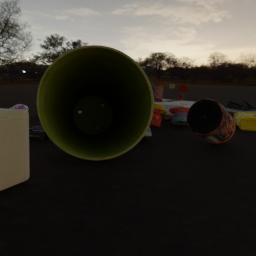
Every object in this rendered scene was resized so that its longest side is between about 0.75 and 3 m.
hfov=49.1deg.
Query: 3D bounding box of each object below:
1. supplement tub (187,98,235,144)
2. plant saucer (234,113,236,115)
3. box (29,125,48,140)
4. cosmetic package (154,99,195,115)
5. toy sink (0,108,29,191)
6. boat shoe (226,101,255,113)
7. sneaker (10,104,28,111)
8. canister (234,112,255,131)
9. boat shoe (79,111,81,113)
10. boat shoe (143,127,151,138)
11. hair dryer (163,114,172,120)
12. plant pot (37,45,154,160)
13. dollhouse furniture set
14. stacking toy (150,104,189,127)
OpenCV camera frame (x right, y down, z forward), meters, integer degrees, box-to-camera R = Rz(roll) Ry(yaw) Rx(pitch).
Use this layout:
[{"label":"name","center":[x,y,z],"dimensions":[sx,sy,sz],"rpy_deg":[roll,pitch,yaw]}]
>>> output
[{"label":"supplement tub","center":[2.471,-0.122,8.055],"dimensions":[1.043,1.043,1.950],"rpy_deg":[7,-7,33]},{"label":"plant saucer","center":[5.508,-0.418,12.250],"dimensions":[1.688,0.303,1.688],"rpy_deg":[0,11,0]},{"label":"box","center":[-2.926,0.102,9.686],"dimensions":[1.080,0.273,1.511],"rpy_deg":[3,10,22]},{"label":"cosmetic package","center":[2.254,-1.021,14.401],"dimensions":[2.695,0.696,2.032],"rpy_deg":[10,18,42]},{"label":"toy sink","center":[-3.223,0.466,4.553],"dimensions":[1.785,1.534,2.739],"rpy_deg":[4,7,19]},{"label":"boat shoe","center":[6.122,-1.115,14.874],"dimensions":[0.701,0.665,2.006],"rpy_deg":[-6,13,-28]},{"label":"sneaker","center":[-4.886,-0.588,12.583],"dimensions":[1.014,0.645,1.779],"rpy_deg":[10,21,19]},{"label":"canister","center":[4.658,-0.255,10.857],"dimensions":[0.913,0.532,1.229],"rpy_deg":[2,13,12]},{"label":"boat shoe","center":[-3.338,-1.237,14.748],"dimensions":[2.779,0.949,1.026],"rpy_deg":[-1,11,-5]},{"label":"boat shoe","center":[0.068,-0.174,9.607],"dimensions":[0.952,0.828,2.582],"rpy_deg":[-3,11,-15]},{"label":"hair dryer","center":[2.005,-0.454,12.577],"dimensions":[0.944,0.256,0.719],"rpy_deg":[-2,12,-7]},{"label":"plant pot","center":[-0.903,-0.514,7.861],"dimensions":[2.693,2.693,2.878],"rpy_deg":[-2,-3,-8]},{"label":"dollhouse furniture set","center":[2.154,-1.816,14.390],"dimensions":[1.758,0.946,0.715],"rpy_deg":[8,12,8]},{"label":"stacking toy","center":[1.636,-0.356,11.598],"dimensions":[1.997,0.844,1.808],"rpy_deg":[6,-8,0]}]
